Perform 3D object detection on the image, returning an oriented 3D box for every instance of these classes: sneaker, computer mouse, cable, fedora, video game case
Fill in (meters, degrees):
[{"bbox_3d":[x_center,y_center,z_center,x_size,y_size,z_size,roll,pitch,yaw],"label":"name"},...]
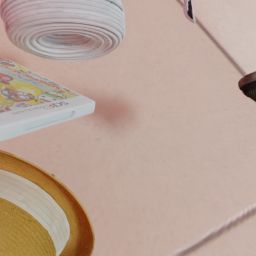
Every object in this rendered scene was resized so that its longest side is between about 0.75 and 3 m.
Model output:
[{"bbox_3d":[2.461,-0.310,4.401,1.829,0.699,1.048,13,65,-38],"label":"sneaker"},{"bbox_3d":[1.452,-3.138,6.919,0.247,0.617,1.126,-10,105,15],"label":"computer mouse"},{"bbox_3d":[-1.126,-1.828,5.033,2.150,2.150,0.744,-2,87,-44],"label":"cable"},{"bbox_3d":[-1.882,1.527,3.803,2.769,2.769,1.129,12,31,6],"label":"fedora"},{"bbox_3d":[-2.355,-0.689,5.121,2.675,0.306,2.434,26,26,23],"label":"video game case"}]
